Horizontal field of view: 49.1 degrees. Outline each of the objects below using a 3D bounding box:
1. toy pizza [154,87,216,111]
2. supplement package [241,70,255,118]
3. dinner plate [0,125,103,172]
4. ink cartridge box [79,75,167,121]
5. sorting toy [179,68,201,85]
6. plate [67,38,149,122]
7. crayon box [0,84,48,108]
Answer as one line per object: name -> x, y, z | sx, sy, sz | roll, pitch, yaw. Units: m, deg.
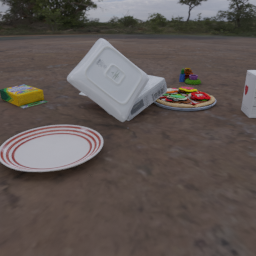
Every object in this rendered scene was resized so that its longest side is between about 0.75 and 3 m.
toy pizza -> 2.505, -1.445, 12.695 | 2.910, 0.461, 2.910 | 0, 23, 0
supplement package -> 5.156, -1.329, 10.889 | 1.000, 1.670, 1.012 | 1, 22, 3
dinner plate -> -2.166, 0.586, 8.093 | 2.917, 0.354, 2.917 | 1, 22, 0
ink cartridge box -> -0.253, -1.496, 11.816 | 2.994, 0.708, 2.397 | 19, 48, 43
sorting toy -> 3.500, -3.047, 16.113 | 1.081, 0.739, 1.800 | -5, 24, -11
plate -> -0.527, -1.814, 9.914 | 0.396, 2.450, 2.445 | -35, 21, 56
crayon box -> -4.734, -1.480, 12.722 | 1.999, 0.516, 1.257 | 20, 30, 38
